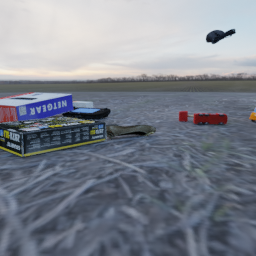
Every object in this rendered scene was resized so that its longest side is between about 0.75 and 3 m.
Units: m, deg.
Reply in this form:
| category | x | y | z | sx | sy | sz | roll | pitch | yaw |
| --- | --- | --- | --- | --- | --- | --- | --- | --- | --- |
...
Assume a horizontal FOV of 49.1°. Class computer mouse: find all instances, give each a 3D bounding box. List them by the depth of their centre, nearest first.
| category | x | y | z | sx | sy | sz | roll | pitch | yaw |
| --- | --- | --- | --- | --- | --- | --- | --- | --- | --- |
| computer mouse | 3.069 | -3.217 | 9.688 | 0.881 | 0.335 | 1.272 | -27 | 17 | 3 |

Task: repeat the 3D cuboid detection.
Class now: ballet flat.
| category | x | y | z | sx | sy | sz | roll | pitch | yaw |
| --- | --- | --- | --- | --- | --- | --- | --- | --- | --- |
| ballet flat | 0.070 | 0.114 | 7.313 | 1.480 | 0.343 | 0.499 | 2 | -21 | -25 |

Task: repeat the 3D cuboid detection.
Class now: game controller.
| category | x | y | z | sx | sy | sz | roll | pitch | yaw |
| --- | --- | --- | --- | --- | --- | --- | --- | --- | --- |
| game controller | -1.751 | -0.645 | 11.605 | 2.037 | 0.429 | 1.062 | 4 | 10 | 29 |

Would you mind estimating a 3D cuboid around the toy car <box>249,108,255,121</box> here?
| category | x | y | z | sx | sy | sz | roll | pitch | yaw |
| --- | --- | --- | --- | --- | --- | --- | --- | --- | --- |
| toy car | 5.106 | -0.472 | 9.664 | 1.027 | 0.697 | 2.095 | -2 | 8 | -8 |

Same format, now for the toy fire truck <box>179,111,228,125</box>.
| category | x | y | z | sx | sy | sz | roll | pitch | yaw |
| --- | --- | --- | --- | --- | --- | --- | --- | --- | --- |
| toy fire truck | 2.650 | -0.372 | 10.035 | 1.536 | 0.374 | 1.083 | 0 | 9 | 2 |

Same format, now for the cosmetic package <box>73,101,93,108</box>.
| category | x | y | z | sx | sy | sz | roll | pitch | yaw |
| --- | --- | --- | --- | --- | --- | --- | --- | --- | --- |
| cosmetic package | -2.522 | -1.181 | 14.943 | 1.230 | 0.438 | 0.624 | 6 | 11 | 31 |

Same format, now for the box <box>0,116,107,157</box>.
| category | x | y | z | sx | sy | sz | roll | pitch | yaw |
| --- | --- | --- | --- | --- | --- | --- | --- | --- | --- |
| box | -1.865 | 0.110 | 6.561 | 1.716 | 0.530 | 2.149 | 11 | 14 | 42 |

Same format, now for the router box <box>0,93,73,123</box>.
| category | x | y | z | sx | sy | sz | roll | pitch | yaw |
| --- | --- | --- | --- | --- | --- | --- | --- | --- | --- |
| router box | -4.054 | -0.843 | 11.066 | 2.550 | 0.694 | 2.841 | 5 | 17 | 29 |
